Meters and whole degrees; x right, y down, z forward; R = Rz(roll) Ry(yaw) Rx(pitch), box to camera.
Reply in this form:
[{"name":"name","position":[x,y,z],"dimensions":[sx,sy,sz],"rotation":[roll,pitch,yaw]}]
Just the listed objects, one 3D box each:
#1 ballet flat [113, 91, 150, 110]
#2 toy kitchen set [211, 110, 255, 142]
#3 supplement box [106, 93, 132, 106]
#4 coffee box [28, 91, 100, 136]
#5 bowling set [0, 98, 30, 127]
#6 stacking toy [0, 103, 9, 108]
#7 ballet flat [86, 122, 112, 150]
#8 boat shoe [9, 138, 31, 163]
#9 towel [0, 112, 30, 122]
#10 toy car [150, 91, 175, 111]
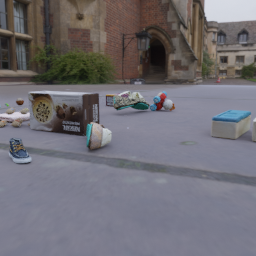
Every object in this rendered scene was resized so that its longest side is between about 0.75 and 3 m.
[{"name":"ballet flat","position":[0.158,-1.105,11.167],"dimensions":[0.680,0.755,2.006],"rotation":[-19,-9,41]},{"name":"toy kitchen set","position":[3.394,-0.708,6.556],"dimensions":[2.411,1.931,1.420],"rotation":[7,14,35]},{"name":"supplement box","position":[-0.407,-1.421,14.066],"dimensions":[0.732,0.569,1.327],"rotation":[8,14,38]},{"name":"coffee box","position":[-1.730,-0.440,7.555],"dimensions":[1.854,1.048,0.740],"rotation":[6,12,27]},{"name":"bowling set","position":[-3.284,-0.432,8.246],"dimensions":[1.209,0.842,0.649],"rotation":[-6,13,-9]},{"name":"stacking toy","position":[-6.137,-1.025,13.016],"dimensions":[0.965,0.227,0.728],"rotation":[8,15,28]},{"name":"ballet flat","position":[-0.626,0.129,6.070],"dimensions":[0.521,0.527,1.549],"rotation":[9,10,-10]},{"name":"boat shoe","position":[-1.961,0.392,5.009],"dimensions":[0.269,0.345,0.761],"rotation":[-9,14,-39]},{"name":"towel","position":[-3.797,-0.382,9.580],"dimensions":[1.142,0.193,1.196],"rotation":[6,12,31]},{"name":"toy car","position":[1.557,-0.977,11.890],"dimensions":[0.918,0.812,0.846],"rotation":[34,37,16]}]
